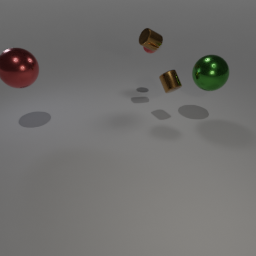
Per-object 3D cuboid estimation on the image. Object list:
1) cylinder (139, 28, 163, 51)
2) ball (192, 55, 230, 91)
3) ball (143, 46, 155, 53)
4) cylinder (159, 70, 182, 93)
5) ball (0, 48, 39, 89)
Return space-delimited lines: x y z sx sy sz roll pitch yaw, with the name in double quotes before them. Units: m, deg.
"cylinder" 0.903 -3.501 11.122 0.700 0.700 0.700 15 17 -35
"ball" 3.215 -2.141 10.923 1.400 1.400 1.400 0 29 0
"ball" 1.038 -3.796 12.893 0.700 0.700 0.700 0 29 0
"cylinder" 1.662 -1.812 10.947 0.700 0.700 0.700 -22 -5 -2
"ball" -3.844 -2.091 9.819 1.400 1.400 1.400 0 29 0
